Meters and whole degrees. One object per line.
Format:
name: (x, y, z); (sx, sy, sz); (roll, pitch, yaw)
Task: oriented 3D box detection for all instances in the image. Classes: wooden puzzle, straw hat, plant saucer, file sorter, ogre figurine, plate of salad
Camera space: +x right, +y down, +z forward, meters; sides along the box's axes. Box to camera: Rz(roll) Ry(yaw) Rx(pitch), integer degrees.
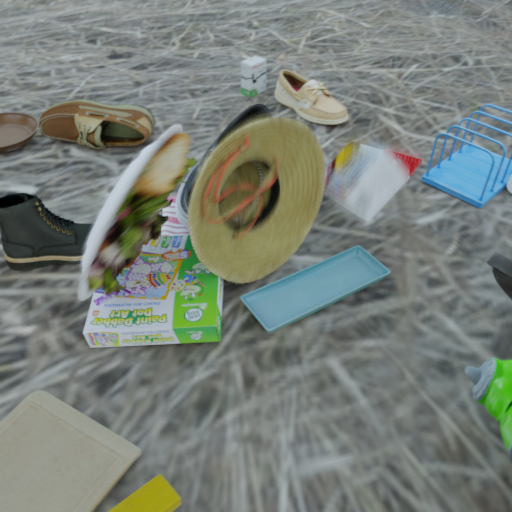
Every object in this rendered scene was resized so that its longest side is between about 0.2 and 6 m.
wooden puzzle: (-2.445, 2.489, 6.219); (2.910, 0.340, 1.963); (27, 43, 27)
straw hat: (-0.261, -0.985, 8.338); (2.683, 2.683, 1.135); (-32, 44, -31)
plant saucer: (-5.483, -2.609, 12.065); (1.581, 0.289, 1.581); (1, 41, -1)
file sorter: (4.287, -1.984, 10.694); (1.268, 1.121, 1.827); (33, 51, 32)
plant saucer: (0.925, 0.495, 8.569); (2.300, 0.218, 0.804); (-23, 46, -23)
ogre figurine: (3.538, 1.895, 5.852); (3.294, 1.616, 1.975); (-7, 35, -17)
plate of salad: (-1.489, -0.495, 7.237); (0.615, 2.561, 2.561); (29, 43, -5)

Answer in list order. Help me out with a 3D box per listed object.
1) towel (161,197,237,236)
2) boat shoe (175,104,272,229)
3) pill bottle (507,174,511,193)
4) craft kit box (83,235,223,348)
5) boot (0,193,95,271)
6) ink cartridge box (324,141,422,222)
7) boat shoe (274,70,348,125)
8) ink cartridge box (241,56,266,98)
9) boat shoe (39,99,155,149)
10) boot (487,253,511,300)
towel: (-0.929, -0.429, 9.544); (1.418, 0.290, 1.937); (-4, 42, -2)
boat shoe: (-0.482, -1.669, 9.856); (0.984, 0.933, 2.815); (32, 59, 8)
pill bottle: (5.102, -1.473, 10.628); (0.454, 0.454, 0.818); (33, 50, 32)
craft kit box: (-1.419, 0.463, 8.238); (1.858, 0.451, 1.835); (-4, 49, 3)
boot: (-3.136, -0.519, 8.900); (1.865, 1.290, 0.722); (-17, 44, -19)
ink cartridge box: (1.748, -1.342, 8.922); (1.252, 0.598, 1.426); (-47, 22, 4)
boat shoe: (1.229, -3.699, 12.953); (0.804, 0.755, 2.181); (-31, 50, -31)
ink cartridge box: (-0.066, -4.383, 13.695); (0.338, 0.813, 0.596); (31, 50, 31)
boat shoe: (-3.352, -2.713, 11.747); (2.369, 0.896, 0.875); (-3, 44, -2)
boot: (4.517, 0.964, 7.189); (0.951, 2.746, 2.391); (-51, 21, 0)
